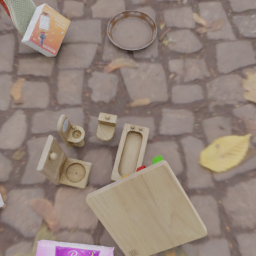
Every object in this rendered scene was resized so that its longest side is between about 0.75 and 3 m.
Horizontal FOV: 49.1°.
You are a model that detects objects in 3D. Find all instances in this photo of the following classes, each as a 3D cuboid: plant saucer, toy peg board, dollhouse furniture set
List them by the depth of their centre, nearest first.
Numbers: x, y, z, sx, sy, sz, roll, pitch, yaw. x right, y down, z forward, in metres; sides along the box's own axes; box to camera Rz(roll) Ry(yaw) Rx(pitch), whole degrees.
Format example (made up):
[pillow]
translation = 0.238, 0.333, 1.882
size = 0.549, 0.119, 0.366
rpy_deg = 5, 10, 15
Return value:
[toy peg board]
translation = 0.516, 2.003, 7.387
size = 2.243, 1.102, 2.253
rpy_deg = -27, 105, 17
[dollhouse furniture set]
translation = -0.754, 0.561, 7.846
size = 2.424, 1.975, 2.305
rpy_deg = 12, 69, 5
[plant saucer]
translation = 0.148, -3.563, 10.373
size = 1.816, 0.291, 1.816
rpy_deg = 0, 68, 0

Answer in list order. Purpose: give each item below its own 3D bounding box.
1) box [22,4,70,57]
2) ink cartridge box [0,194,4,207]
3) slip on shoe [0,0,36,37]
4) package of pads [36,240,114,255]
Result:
[box]
translation = -2.803, -3.307, 9.608
size = 0.729, 1.044, 1.371
rpy_deg = 14, 81, 50
[ink cartridge box]
translation = -4.765, 1.591, 8.024
size = 1.575, 0.890, 2.150
rpy_deg = -26, 71, -10
[slip on shoe]
translation = -3.816, -4.194, 9.414
size = 0.828, 2.705, 1.002
rpy_deg = 32, 71, 33
[package of pads]
translation = -1.427, 3.672, 7.263
size = 2.107, 0.797, 1.270
rpy_deg = 5, 69, 2
